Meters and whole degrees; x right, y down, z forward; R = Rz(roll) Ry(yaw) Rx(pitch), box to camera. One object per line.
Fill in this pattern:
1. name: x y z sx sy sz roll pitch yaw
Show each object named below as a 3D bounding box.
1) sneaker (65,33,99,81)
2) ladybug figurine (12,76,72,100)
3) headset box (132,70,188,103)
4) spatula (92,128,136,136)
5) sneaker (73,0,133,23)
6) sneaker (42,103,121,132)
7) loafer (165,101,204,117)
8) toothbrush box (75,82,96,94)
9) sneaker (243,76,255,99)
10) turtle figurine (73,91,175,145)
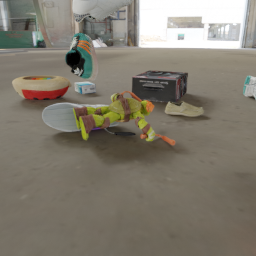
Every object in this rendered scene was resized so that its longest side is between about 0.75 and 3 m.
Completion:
1. sneaker: -1.501 -2.292 8.462 0.819 0.732 2.051 10 42 -35
2. ladybug figurine: -3.421 -1.614 11.233 2.297 0.826 1.559 1 19 1
3. headset box: 1.312 -1.723 11.399 1.803 0.936 2.423 8 19 21
4. spatula: -0.433 0.088 7.411 1.353 0.139 0.382 9 5 20
5. sneaker: -0.776 -3.863 8.784 2.228 0.897 0.851 -21 38 -35
6. sneaker: -1.247 -0.287 7.826 2.163 0.790 0.766 3 2 -7
7. loafer: 1.830 -0.636 9.053 1.255 0.428 0.475 2 19 6
8. toothbrush box: -1.906 -1.793 12.418 0.665 0.388 0.909 -11 22 -29
9. sneaker: 5.421 -1.465 10.636 1.245 1.059 2.729 5 21 2
10. turtle figurine: -0.161 -0.326 7.122 2.189 0.874 2.715 -14 41 -20
